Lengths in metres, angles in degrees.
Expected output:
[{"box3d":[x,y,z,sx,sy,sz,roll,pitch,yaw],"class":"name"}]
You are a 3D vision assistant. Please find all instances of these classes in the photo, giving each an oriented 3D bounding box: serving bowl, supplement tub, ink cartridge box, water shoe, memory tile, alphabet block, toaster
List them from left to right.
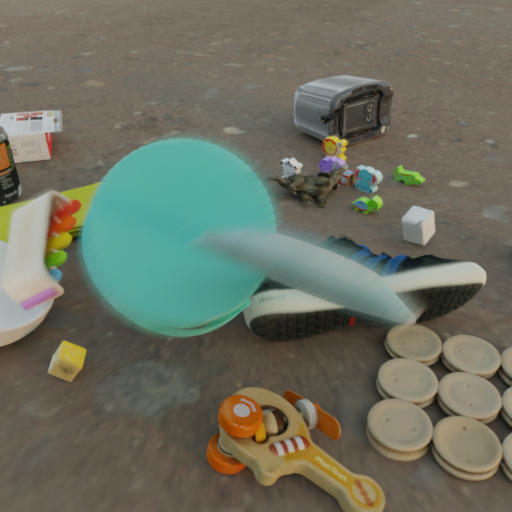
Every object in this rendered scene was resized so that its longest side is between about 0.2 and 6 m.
[{"box3d":[-3.947,0.549,7.606,2.196,0.722,2.196,23,24,-11],"class":"serving bowl"},{"box3d":[-5.213,-1.850,10.796,1.008,1.645,1.008,0,33,0],"class":"supplement tub"},{"box3d":[-5.247,-2.829,13.184,1.421,0.679,1.618,-9,34,-13],"class":"ink cartridge box"},{"box3d":[-2.357,1.316,6.991,0.320,0.325,0.318,28,29,-24],"class":"alphabet block"},{"box3d":[2.031,-3.574,13.712,2.489,1.414,1.608,-23,36,-29],"class":"toaster"},{"box3d":[1.450,0.215,7.704,3.397,1.215,1.341,-7,59,-8],"class":"water shoe"},{"box3d":[2.846,1.763,6.553,2.883,0.242,2.210,11,35,15],"class":"memory tile"}]

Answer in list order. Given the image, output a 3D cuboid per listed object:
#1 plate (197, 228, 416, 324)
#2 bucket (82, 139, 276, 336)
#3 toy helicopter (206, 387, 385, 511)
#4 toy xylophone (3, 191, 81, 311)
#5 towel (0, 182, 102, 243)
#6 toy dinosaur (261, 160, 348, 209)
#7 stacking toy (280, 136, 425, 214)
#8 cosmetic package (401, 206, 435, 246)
[{"box3d":[0.446,0.125,4.845,1.979,0.253,1.979,21,-5,2],"class":"plate"},{"box3d":[-0.853,-0.191,6.404,2.268,2.268,1.476,-6,-4,-9],"class":"bucket"},{"box3d":[0.507,2.035,5.912,1.924,0.759,1.272,31,33,22],"class":"toy helicopter"},{"box3d":[-3.248,-0.110,8.015,1.398,0.480,1.909,-18,52,21],"class":"toy xylophone"},{"box3d":[-2.896,-0.959,10.690,4.250,0.384,1.829,-19,32,-24],"class":"towel"},{"box3d":[1.000,-1.372,11.147,1.806,0.695,0.924,-8,22,-2],"class":"toy dinosaur"},{"box3d":[1.956,-1.743,11.627,2.489,0.585,1.877,26,41,33],"class":"stacking toy"},{"box3d":[2.776,-0.517,9.579,0.399,0.484,0.399,21,54,38],"class":"cosmetic package"}]
